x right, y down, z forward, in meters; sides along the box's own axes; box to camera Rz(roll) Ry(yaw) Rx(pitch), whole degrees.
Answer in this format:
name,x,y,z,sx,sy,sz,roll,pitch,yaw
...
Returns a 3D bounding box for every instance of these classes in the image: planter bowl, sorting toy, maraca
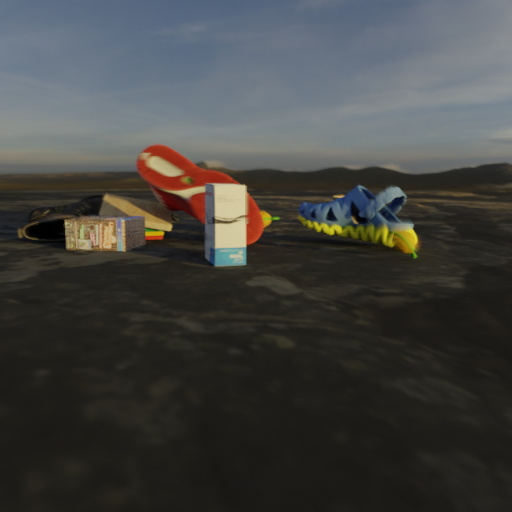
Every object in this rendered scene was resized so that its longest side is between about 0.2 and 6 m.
name,x,y,z,sx,sy,sz,roll,pitch,yaw
planter bowl,2.745,-1.214,15.436,1.259,0.847,1.259,-1,9,0
sorting toy,-2.765,-0.825,12.846,1.558,0.545,1.567,9,20,-13
maraca,2.597,-0.207,9.776,0.349,0.652,0.447,-38,34,2
maraca,0.191,-0.993,15.270,0.852,0.456,0.584,-4,5,-1

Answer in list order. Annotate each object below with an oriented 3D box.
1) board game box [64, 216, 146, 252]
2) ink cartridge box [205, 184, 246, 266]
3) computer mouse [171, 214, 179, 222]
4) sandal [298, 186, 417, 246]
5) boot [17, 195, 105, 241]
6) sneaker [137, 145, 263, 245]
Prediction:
name,x,y,z,sx,sy,sz,roll,pitch,yaw
board game box,-3.030,-0.467,11.322,1.265,0.613,1.009,1,9,13
ink cartridge box,-0.537,-0.555,9.511,0.563,1.338,0.967,-2,9,-14
computer mouse,-3.815,-1.130,16.552,3.024,0.515,0.886,4,-6,-6
sandal,2.104,-0.912,11.671,2.687,1.170,1.068,11,8,34
boot,-4.134,-0.784,12.986,2.611,0.904,2.273,-13,15,-21
sneaker,-1.174,-1.239,12.418,3.020,1.183,1.745,39,-9,2
